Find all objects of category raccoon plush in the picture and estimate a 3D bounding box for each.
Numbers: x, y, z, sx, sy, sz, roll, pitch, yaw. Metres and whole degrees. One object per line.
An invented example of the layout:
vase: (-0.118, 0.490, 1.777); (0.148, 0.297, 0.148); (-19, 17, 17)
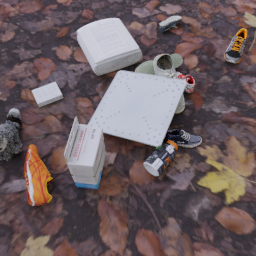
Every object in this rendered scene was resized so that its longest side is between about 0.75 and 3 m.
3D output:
raccoon plush: (-4.524, -0.005, 9.720); (1.179, 1.632, 2.436); (-11, 59, -7)

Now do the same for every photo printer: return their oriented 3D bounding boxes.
photo printer: (-0.947, -3.760, 12.462); (2.249, 0.939, 2.704); (-22, 60, -12)

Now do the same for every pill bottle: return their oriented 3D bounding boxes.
pill bottle: (1.176, 0.997, 9.667); (0.675, 0.675, 1.271); (36, 65, 20)

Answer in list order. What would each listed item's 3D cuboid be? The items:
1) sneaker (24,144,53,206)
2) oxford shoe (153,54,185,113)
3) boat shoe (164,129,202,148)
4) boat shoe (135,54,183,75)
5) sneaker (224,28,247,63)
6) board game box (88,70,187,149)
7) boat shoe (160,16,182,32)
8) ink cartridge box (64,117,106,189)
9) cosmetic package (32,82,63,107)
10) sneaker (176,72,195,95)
sneaker: (-3.022, 1.554, 9.406); (0.851, 0.806, 2.207); (-1, 57, -29)
oxford shoe: (1.618, -1.808, 11.079); (0.960, 0.737, 2.554); (-13, 80, -12)
boat shoe: (2.019, 0.345, 10.094); (1.369, 0.635, 0.511); (-2, 58, 0)
boat shoe: (1.268, -2.522, 11.904); (2.139, 0.644, 0.762); (-20, 89, -11)
sneaker: (4.865, -3.688, 12.548); (0.755, 0.745, 1.930); (20, 62, 10)
board game box: (0.371, -0.799, 10.461); (2.921, 0.378, 2.922); (14, 63, 24)
boat shoe: (2.078, -5.032, 13.546); (0.518, 0.428, 1.384); (29, 53, 35)
ink cartridge box: (-1.258, 0.848, 8.759); (0.790, 2.368, 1.372); (8, 59, 4)
cosmetic package: (-3.270, -1.368, 11.377); (1.031, 0.266, 0.777); (-24, 59, -14)
sneaker: (2.332, -2.037, 11.548); (0.424, 0.681, 1.271); (-20, 60, -12)
